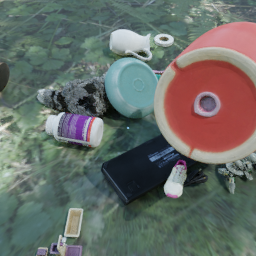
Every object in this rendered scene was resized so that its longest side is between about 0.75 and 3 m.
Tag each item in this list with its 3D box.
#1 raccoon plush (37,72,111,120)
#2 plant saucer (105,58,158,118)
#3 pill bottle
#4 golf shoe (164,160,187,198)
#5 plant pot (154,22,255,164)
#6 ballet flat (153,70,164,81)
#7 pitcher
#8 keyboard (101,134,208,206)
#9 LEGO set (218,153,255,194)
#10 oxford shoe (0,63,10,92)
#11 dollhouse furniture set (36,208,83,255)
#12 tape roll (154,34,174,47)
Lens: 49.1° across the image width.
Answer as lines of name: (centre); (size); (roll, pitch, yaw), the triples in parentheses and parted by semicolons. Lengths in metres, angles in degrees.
raccoon plush: (-1.253, -1.278, 8.485); (2.618, 1.267, 1.754); (21, 43, 19)
plant saucer: (0.240, -1.213, 8.148); (1.850, 0.332, 1.850); (5, 80, -28)
pill bottle: (-1.413, 0.029, 7.458); (1.412, 0.794, 0.794); (10, 48, 8)
golf shoe: (0.879, 0.908, 5.107); (0.342, 0.416, 0.909); (12, 26, 14)
plant pot: (1.646, -0.585, 4.898); (2.458, 2.458, 2.175); (24, 27, 21)
ballet flat: (1.303, -1.562, 9.067); (2.272, 0.785, 0.809); (6, 28, 6)
pitcher: (0.123, -3.001, 10.315); (1.487, 0.901, 1.275); (1, 56, -14)
keyboard: (1.013, 0.915, 6.949); (2.985, 0.383, 1.792); (-26, 46, -21)
LEGO set: (2.924, 0.646, 7.015); (1.375, 0.600, 2.117); (8, 48, 8)
oxford shoe: (-4.514, -1.332, 8.776); (0.791, 0.792, 2.220); (8, 48, 15)
dollhouse furniture set: (-1.349, 2.015, 5.616); (0.865, 0.775, 1.092); (2, 47, 2)
tape roll: (1.433, -3.510, 11.210); (0.772, 0.141, 0.772); (0, 47, 0)
